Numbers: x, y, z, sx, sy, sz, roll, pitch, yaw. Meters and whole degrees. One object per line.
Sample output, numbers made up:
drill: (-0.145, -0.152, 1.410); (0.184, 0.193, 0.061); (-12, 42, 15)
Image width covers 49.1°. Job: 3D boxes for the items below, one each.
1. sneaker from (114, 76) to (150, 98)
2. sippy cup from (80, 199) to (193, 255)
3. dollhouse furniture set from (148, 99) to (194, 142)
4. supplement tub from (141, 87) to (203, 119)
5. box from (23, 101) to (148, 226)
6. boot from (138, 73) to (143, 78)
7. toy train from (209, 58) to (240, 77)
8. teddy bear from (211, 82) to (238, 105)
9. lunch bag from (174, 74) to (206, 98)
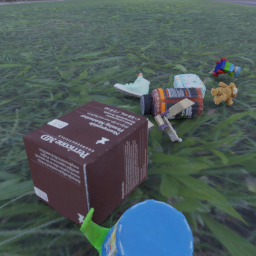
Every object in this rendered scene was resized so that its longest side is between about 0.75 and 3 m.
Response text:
sneaker: (0.178, -1.688, 10.899); (1.346, 0.794, 0.495); (16, -7, 3)
sippy cup: (0.296, 1.775, 4.103); (1.869, 1.370, 1.468); (-7, 54, -11)
dollhouse furniture set: (1.272, -0.053, 7.705); (1.109, 0.993, 1.399); (-27, -4, -27)
supplement tub: (1.423, -0.821, 9.325); (1.947, 1.041, 1.041); (-2, 30, -6)
box: (-0.784, 0.679, 6.117); (1.713, 1.695, 2.064); (19, 35, 30)
boot: (0.409, -1.769, 11.179); (0.446, 0.832, 0.312); (-3, 5, -9)
toy train: (4.356, -2.573, 12.693); (0.929, 0.680, 1.606); (18, -1, -1)
teddy bear: (3.577, -1.275, 10.287); (1.233, 0.894, 0.412); (0, -16, -20)
lunch bag: (2.228, -1.512, 10.327); (1.018, 0.489, 1.270); (-2, 40, -7)
